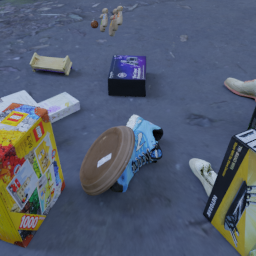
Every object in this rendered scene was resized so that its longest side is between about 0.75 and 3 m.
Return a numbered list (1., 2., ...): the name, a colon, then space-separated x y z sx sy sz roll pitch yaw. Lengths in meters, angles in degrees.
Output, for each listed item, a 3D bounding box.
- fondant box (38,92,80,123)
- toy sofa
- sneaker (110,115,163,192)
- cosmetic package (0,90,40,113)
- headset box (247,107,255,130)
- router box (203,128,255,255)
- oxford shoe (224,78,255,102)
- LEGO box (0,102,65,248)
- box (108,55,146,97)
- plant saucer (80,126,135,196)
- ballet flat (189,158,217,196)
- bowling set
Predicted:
1. fondant box: -2.647 -0.801 10.644 1.339 0.390 0.966 -32 49 -32
2. toy sofa: -3.567 -2.912 13.140 1.786 0.871 0.740 8 64 10
3. sneaker: 0.330 0.668 8.226 1.346 1.173 2.993 14 41 12
4. cosmetic package: -3.739 -0.214 9.188 1.551 1.280 1.279 -27 46 -29
5. headset box: 4.806 -0.350 9.002 1.979 1.723 0.918 -30 48 -32
6. router box: 2.770 1.629 5.839 0.676 2.587 2.034 -17 41 -27
7. oxford shoe: 5.031 -1.703 11.413 2.243 0.828 0.794 30 48 32
8. LEGO box: -2.530 1.088 6.469 1.024 2.653 1.976 11 41 15
9. box: 0.007 -2.307 12.165 1.576 0.880 2.232 0 39 4
10. plant saucer: -0.639 0.789 7.591 0.314 2.129 2.129 37 31 -27
11. ballet flat: 2.253 1.302 7.892 0.581 0.581 1.672 -11 40 -13
12. bowling set: -0.661 -3.319 8.457 0.868 0.670 1.248 4 -3 -19
